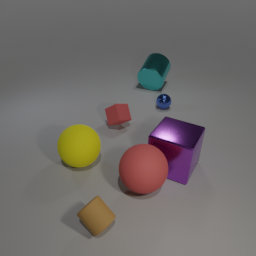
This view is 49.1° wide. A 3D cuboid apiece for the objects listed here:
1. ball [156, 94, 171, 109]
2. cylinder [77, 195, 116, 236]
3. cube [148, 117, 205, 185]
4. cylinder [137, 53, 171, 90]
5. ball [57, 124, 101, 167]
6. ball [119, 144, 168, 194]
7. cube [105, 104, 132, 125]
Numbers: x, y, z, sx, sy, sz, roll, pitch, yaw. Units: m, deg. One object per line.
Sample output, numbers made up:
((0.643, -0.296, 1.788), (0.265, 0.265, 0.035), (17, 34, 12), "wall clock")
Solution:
((1.636, -1.219, 12.820), (0.700, 0.700, 0.700), (0, 31, 0), "ball")
((-0.784, 2.164, 6.941), (0.700, 0.700, 0.700), (49, 45, 4), "cylinder")
((1.512, 0.678, 8.985), (1.400, 1.400, 1.400), (17, 35, 23), "cube")
((1.364, -2.927, 14.582), (1.400, 1.400, 1.400), (12, 52, 19), "cylinder")
((-1.589, 0.580, 9.139), (1.400, 1.400, 1.400), (0, 31, 0), "ball")
((0.436, 1.147, 7.940), (1.400, 1.400, 1.400), (0, 31, 0), "ball")
((-0.397, -0.547, 11.283), (0.700, 0.700, 0.700), (-20, -10, 41), "cube")
